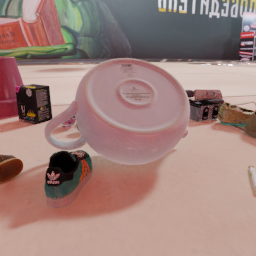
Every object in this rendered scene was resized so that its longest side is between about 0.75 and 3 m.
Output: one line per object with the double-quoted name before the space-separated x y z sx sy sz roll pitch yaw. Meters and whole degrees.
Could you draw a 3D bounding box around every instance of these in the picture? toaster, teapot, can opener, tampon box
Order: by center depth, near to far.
"teapot" -0.040 -0.138 6.405 2.679 1.957 2.645 31 51 10
"tampon box" -3.269 -0.856 9.740 0.915 1.221 0.771 10 20 32
"toaster" 2.649 -0.652 10.107 0.957 0.628 1.058 -8 19 -25
"can opener" 2.481 -1.192 11.633 2.913 0.777 0.974 1 16 9

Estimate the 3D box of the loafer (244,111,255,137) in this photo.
"loafer" 4.139 0.048 7.670 0.799 0.709 2.102 -11 20 -33

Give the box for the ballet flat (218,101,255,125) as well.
"ballet flat" 4.248 -0.427 9.012 2.574 0.910 0.910 8 19 24

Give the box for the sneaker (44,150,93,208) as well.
"sneaker" -1.089 0.715 5.420 0.673 0.753 1.884 1 17 3

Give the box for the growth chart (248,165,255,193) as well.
"growth chart" 3.230 1.094 5.207 1.839 0.163 1.331 7 19 21

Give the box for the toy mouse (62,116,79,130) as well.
"toy mouse" -1.544 -0.143 8.865 1.950 0.377 1.733 7 18 21

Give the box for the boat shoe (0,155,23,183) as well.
"boat shoe" -2.820 0.879 5.254 0.576 0.577 1.639 15 14 30

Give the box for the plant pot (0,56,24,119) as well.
"plant pot" -5.058 -1.642 10.794 2.378 2.129 2.378 0 17 0
